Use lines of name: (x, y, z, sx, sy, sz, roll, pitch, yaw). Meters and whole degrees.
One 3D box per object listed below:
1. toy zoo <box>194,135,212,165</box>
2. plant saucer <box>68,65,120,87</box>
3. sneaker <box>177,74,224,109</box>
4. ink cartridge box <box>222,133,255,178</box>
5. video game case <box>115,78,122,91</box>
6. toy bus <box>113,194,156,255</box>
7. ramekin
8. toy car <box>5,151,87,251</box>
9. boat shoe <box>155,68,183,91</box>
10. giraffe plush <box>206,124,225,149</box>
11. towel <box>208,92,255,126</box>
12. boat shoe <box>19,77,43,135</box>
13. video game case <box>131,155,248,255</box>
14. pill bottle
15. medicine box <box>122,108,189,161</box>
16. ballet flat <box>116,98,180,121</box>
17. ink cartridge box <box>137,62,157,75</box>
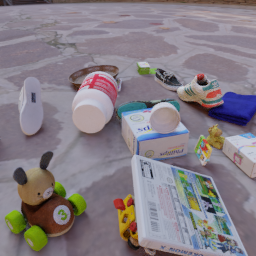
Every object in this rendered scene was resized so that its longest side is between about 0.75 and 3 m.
toy zoo: (2.541, 0.784, 9.430, 0.104, 0.666, 1.015, 8, 30, -14)
plant saucer: (-1.829, -2.801, 15.338, 2.838, 0.455, 2.838, -8, 29, 5)
sneaker: (3.203, -1.860, 12.743, 1.028, 1.365, 2.920, -20, 23, -15)
ink cartridge box: (4.087, 0.869, 9.327, 1.096, 0.642, 1.516, -10, 33, -16)
video game case: (-1.080, -2.353, 15.156, 1.414, 0.184, 1.553, 1, 30, 1)
toy bus: (0.182, 2.375, 6.664, 1.449, 0.794, 1.536, 48, 21, 22)
ramekin: (1.168, -0.356, 9.018, 0.980, 0.980, 0.515, 1, 31, 1)
toy car: (-2.093, 1.566, 6.857, 1.566, 1.984, 1.630, 21, 37, 31)
boat shoe: (2.208, -2.671, 15.115, 0.817, 0.756, 2.213, -13, 33, -20)
giraffe plush: (3.197, 0.259, 10.278, 0.878, 0.712, 0.758, 8, 32, 13)
towel: (4.805, -0.883, 12.405, 1.780, 0.597, 2.411, 14, 33, 34)
boat shoe: (-4.028, -0.832, 11.366, 0.895, 0.817, 2.487, 4, 68, -36)
video game case: (1.375, 1.928, 7.039, 2.577, 0.311, 2.827, 18, 28, -13)
pill bottle: (-1.355, -1.086, 11.608, 1.659, 1.659, 2.956, 2, 31, 3)
medicine box: (0.903, 0.192, 10.061, 1.840, 1.040, 2.020, -9, 33, -14)
ballet flat: (0.812, -0.718, 11.929, 2.773, 1.029, 1.029, -3, 31, -9)
ink cartridge box: (1.240, -3.656, 17.021, 1.298, 0.492, 0.959, -6, 32, -8)
